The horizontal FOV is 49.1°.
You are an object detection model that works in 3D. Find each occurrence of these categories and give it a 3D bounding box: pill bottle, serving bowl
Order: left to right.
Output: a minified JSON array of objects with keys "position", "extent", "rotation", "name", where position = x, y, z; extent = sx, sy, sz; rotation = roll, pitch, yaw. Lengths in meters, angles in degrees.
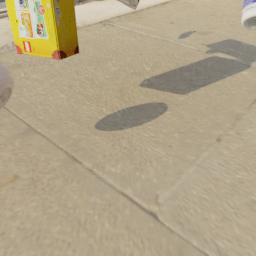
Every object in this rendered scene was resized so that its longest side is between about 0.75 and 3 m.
[{"position":[-2.937,-0.770,6.212],"extent":[0.426,1.294,1.294],"rotation":[30,42,-1],"name":"serving bowl"},{"position":[3.007,-2.963,6.188],"extent":[0.812,1.356,0.812],"rotation":[8,-4,1],"name":"pill bottle"}]

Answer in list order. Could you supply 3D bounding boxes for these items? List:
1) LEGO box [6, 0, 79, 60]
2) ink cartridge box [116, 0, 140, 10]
[{"position":[-2.164,-2.893,6.987],"extent":[1.574,2.113,0.815],"rotation":[15,33,26],"name":"LEGO box"},{"position":[-0.247,-4.543,8.737],"extent":[1.525,0.892,2.630],"rotation":[26,16,-5],"name":"ink cartridge box"}]
